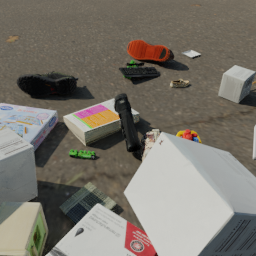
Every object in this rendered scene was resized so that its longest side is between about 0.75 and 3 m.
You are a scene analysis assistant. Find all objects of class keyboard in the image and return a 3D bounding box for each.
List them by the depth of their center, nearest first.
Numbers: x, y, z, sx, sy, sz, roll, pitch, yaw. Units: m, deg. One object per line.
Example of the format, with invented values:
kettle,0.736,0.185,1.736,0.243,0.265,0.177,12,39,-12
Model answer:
keyboard,0.499,-2.983,14.135,2.025,0.209,1.287,-7,44,-27

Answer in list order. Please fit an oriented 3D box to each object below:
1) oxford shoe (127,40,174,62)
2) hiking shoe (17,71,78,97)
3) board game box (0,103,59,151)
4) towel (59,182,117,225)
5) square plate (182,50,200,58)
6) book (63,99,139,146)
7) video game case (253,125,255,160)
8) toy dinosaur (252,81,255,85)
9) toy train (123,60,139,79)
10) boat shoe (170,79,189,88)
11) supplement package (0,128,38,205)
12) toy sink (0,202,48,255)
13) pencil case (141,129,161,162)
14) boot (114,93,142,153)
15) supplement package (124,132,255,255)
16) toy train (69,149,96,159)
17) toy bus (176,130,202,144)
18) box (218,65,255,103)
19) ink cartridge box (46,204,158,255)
oxford shoe,1.222,-4.230,15.807,2.987,1.063,1.083,27,15,35
hiking shoe,-3.630,-2.045,12.822,2.659,1.007,1.339,3,22,-5
board game box,-4.201,0.062,10.140,2.494,0.513,2.488,9,37,12
towel,-1.060,2.132,7.575,1.135,0.204,1.179,31,50,29
square plate,3.698,-4.328,16.422,0.798,0.115,0.806,-22,42,-28
book,-1.010,-0.390,10.754,2.440,0.586,1.630,-23,41,-30
video game case,5.238,0.650,9.620,1.714,0.207,1.881,13,39,17
toy dinosaur,6.440,-2.229,13.198,1.962,0.593,1.042,-1,38,0
toy train,0.188,-3.039,14.509,0.481,0.356,1.706,18,39,7
boat shoe,2.482,-2.157,13.299,0.968,0.335,0.357,-12,38,-16
supplement package,-3.685,1.336,7.134,1.268,1.781,2.287,29,37,32
toy sink,-2.450,2.681,6.073,0.998,1.161,1.781,2,36,1
pencil case,0.843,0.956,8.567,0.827,0.951,2.126,15,34,-11
boot,0.027,-0.058,9.673,0.616,1.547,1.877,-20,74,2
supplement package,1.708,1.672,6.077,2.467,1.814,2.359,16,24,-35
toy train,-1.526,0.883,9.331,0.912,0.190,0.257,5,47,7
toy bus,1.821,0.597,8.628,1.054,1.491,1.553,-1,35,1
box,4.764,-1.929,12.289,1.001,1.169,1.163,30,46,30
ink cartridge box,-0.716,3.056,5.641,1.821,1.057,2.523,23,42,28
